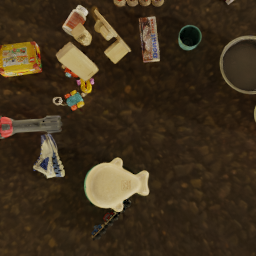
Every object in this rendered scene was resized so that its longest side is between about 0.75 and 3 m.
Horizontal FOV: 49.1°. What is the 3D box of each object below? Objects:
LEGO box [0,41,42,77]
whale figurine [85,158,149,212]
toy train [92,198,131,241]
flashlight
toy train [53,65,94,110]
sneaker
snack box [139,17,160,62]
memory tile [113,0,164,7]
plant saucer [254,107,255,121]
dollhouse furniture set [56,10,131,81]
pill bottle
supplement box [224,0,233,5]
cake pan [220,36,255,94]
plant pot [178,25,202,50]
[{"bbox_3d":[-4.282,-2.723,11.118,1.486,0.573,1.107,-8,84,-1],"label":"LEGO box"},{"bbox_3d":[-0.428,2.093,10.444,2.446,1.269,1.946,0,83,-25],"label":"whale figurine"},{"bbox_3d":[-0.680,3.416,10.573,0.459,0.342,2.006,43,85,8],"label":"toy train"},{"bbox_3d":[-3.869,-0.083,10.747,2.574,0.875,0.871,-4,49,-5],"label":"flashlight"},{"bbox_3d":[-2.128,-1.604,11.056,1.408,0.521,1.874,20,81,3],"label":"toy train"},{"bbox_3d":[-3.168,1.146,10.629,1.026,0.717,1.776,-19,86,-4],"label":"sneaker"},{"bbox_3d":[0.870,-3.598,11.390,0.657,0.222,1.828,-5,84,-1],"label":"snack box"},{"bbox_3d":[0.424,-5.849,11.663,2.108,0.177,1.616,-1,84,0],"label":"memory tile"},{"bbox_3d":[5.855,-0.544,10.966,1.678,0.421,1.678,0,83,0],"label":"plant saucer"},{"bbox_3d":[-1.492,-3.201,10.474,2.067,1.965,1.684,-40,57,11],"label":"dollhouse furniture set"},{"bbox_3d":[-2.093,-4.322,11.272,0.622,0.622,1.108,31,85,3],"label":"pill bottle"},{"bbox_3d":[4.065,-5.655,11.584,0.512,0.287,0.941,-39,86,-3],"label":"supplement box"},{"bbox_3d":[4.789,-2.468,11.162,2.358,0.432,2.358,0,83,0],"label":"cake pan"},{"bbox_3d":[2.406,-3.513,11.143,0.875,0.702,0.875,0,84,0],"label":"plant pot"}]
